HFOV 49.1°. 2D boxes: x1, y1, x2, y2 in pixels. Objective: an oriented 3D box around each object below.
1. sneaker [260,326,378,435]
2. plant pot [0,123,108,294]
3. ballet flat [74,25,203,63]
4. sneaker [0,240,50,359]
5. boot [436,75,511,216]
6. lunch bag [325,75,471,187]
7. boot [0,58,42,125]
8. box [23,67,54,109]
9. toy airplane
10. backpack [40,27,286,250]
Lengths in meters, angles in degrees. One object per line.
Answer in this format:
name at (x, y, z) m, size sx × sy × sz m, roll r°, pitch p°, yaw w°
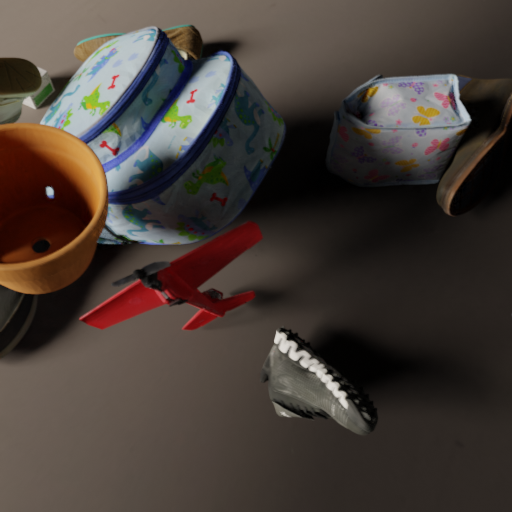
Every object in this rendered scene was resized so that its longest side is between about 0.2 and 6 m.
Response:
sneaker at (0.783, 1.988, 7.988) m, size 1.073 × 0.788 × 2.372 m, roll -58°, pitch 35°, yaw 3°
plant pot at (-2.607, -0.385, 6.475) m, size 1.870 × 1.309 × 1.870 m, roll 4°, pitch 61°, yaw -6°
ballet flat at (-2.467, -4.259, 12.064) m, size 2.759 × 0.936 × 0.998 m, roll -11°, pitch 80°, yaw -11°
sneaker at (-4.243, -0.014, 9.004) m, size 1.239 × 1.760 × 3.313 m, roll 6°, pitch 60°, yaw 6°
boot at (3.947, -2.242, 10.774) m, size 1.779 × 1.372 × 3.671 m, roll 26°, pitch 59°, yaw 32°
lunch bag at (2.441, -2.265, 10.233) m, size 2.210 × 1.874 × 1.405 m, roll -6°, pitch 63°, yaw -2°
boot at (-4.385, -2.382, 8.301) m, size 2.016 × 1.567 × 0.734 m, roll -14°, pitch 88°, yaw -35°
box at (-4.743, -3.577, 11.734) m, size 0.664 × 0.569 × 0.661 m, roll 25°, pitch 63°, yaw 14°
toy airplane at (-1.010, 0.566, 8.155) m, size 2.924 × 2.924 × 0.538 m, roll -21°, pitch 70°, yaw -11°
backpack at (-1.612, -1.792, 8.699) m, size 3.511 × 2.580 × 3.213 m, roll 7°, pitch 62°, yaw 41°
